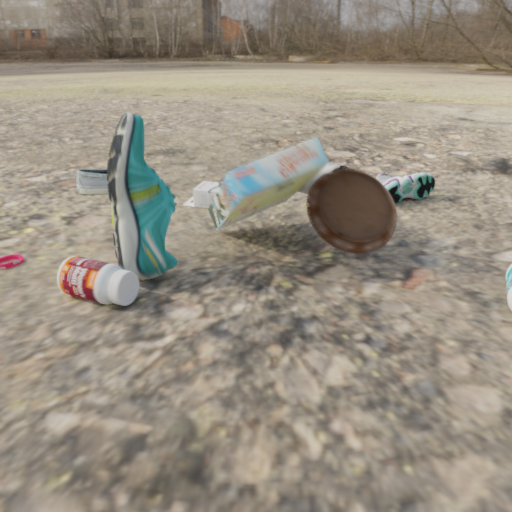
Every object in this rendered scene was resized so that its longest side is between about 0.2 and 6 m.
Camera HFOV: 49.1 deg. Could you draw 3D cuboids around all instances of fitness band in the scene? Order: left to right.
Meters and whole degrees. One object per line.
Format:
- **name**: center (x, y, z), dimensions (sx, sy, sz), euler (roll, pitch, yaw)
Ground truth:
- **fitness band**: center (-4.929, 0.119, 11.102), dimensions (0.450, 0.117, 0.627), euler (16, 27, 38)

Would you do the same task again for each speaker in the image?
- **speaker**: center (1.328, -1.633, 12.001), dimensions (0.724, 0.724, 1.784), euler (-10, 16, -22)

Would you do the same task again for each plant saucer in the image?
- **plant saucer**: center (1.860, -0.888, 10.829), dimensions (1.820, 1.820, 0.314), euler (12, 34, 26)

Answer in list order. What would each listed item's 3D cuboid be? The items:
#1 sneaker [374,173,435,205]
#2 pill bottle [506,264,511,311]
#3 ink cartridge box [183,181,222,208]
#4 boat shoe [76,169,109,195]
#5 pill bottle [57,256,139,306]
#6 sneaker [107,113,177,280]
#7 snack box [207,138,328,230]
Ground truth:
- **sneaker**: center (3.744, -1.958, 15.045), dimensions (1.907, 0.741, 1.334), euler (-12, 27, -26)
- **pill bottle**: center (4.531, 0.587, 9.221), dimensions (0.741, 0.741, 1.338), euler (8, 25, 18)
- **ink cartridge box**: center (-1.101, -1.573, 14.486), dimensions (1.435, 0.487, 0.832), euler (6, 24, 13)
- **boat shoe**: center (-3.866, -2.199, 15.541), dimensions (2.189, 0.780, 0.764), euler (-8, 25, -18)
- **pill bottle**: center (-2.704, 0.440, 9.611), dimensions (1.289, 0.706, 0.706), euler (10, 26, 25)
- **sneaker**: center (-2.059, -1.073, 10.200), dimensions (1.191, 2.990, 1.159), euler (-8, 14, -20)
- **snack box**: center (0.102, -1.355, 11.343), dimensions (1.813, 0.579, 3.120), euler (-24, -2, -14)
